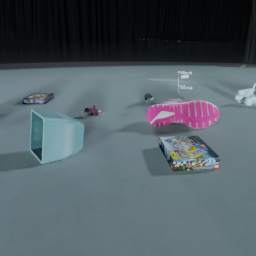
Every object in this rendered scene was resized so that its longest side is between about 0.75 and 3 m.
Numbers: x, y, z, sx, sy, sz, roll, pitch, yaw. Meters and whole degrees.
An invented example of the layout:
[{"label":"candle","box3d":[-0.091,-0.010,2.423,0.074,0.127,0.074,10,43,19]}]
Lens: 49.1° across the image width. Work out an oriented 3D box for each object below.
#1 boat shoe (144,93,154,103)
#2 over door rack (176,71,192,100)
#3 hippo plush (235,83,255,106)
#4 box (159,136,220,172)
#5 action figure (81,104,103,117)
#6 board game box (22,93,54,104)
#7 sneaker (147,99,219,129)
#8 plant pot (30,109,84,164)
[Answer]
[{"label":"boat shoe","box3d":[1.091,-1.638,14.832,0.493,0.406,1.435,-21,7,8]},{"label":"over door rack","box3d":[2.916,-1.953,14.161,0.758,1.682,2.277,-4,16,6]},{"label":"hippo plush","box3d":[6.247,-1.500,14.411,1.189,0.947,0.956,-21,50,-3]},{"label":"box","box3d":[1.626,0.659,7.773,1.213,0.335,1.775,-1,17,-5]},{"label":"action figure","box3d":[-1.500,-0.678,12.301,0.650,0.585,0.873,-38,-16,28]},{"label":"board game box","box3d":[-4.894,-1.630,15.375,1.186,0.303,1.751,0,17,0]},{"label":"sneaker","box3d":[2.129,-0.675,10.885,2.685,1.092,1.184,4,19,10]},{"label":"plant pot","box3d":[-1.972,0.181,7.968,1.279,1.256,1.253,-2,15,-33]}]
